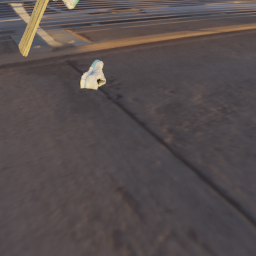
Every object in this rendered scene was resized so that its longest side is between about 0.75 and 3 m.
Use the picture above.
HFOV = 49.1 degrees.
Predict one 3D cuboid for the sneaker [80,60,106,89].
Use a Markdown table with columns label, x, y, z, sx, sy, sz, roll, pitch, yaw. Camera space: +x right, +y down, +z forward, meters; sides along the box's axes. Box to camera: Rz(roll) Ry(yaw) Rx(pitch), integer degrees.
| label | x | y | z | sx | sy | sz | roll | pitch | yaw |
| --- | --- | --- | --- | --- | --- | --- | --- | --- | --- |
| sneaker | -0.737 | -1.242 | 6.754 | 0.489 | 0.423 | 1.130 | 18 | 44 | 3 |

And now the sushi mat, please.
| label | x | y | z | sx | sy | sz | roll | pitch | yaw |
| --- | --- | --- | --- | --- | --- | --- | --- | --- | --- |
| sushi mat | -1.242 | -1.596 | 3.859 | 0.073 | 1.207 | 0.578 | 16 | 23 | -36 |

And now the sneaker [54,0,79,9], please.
| label | x | y | z | sx | sy | sz | roll | pitch | yaw |
| --- | --- | --- | --- | --- | --- | --- | --- | --- | --- |
| sneaker | -2.334 | -4.616 | 8.485 | 1.365 | 1.161 | 2.992 | 23 | 14 | -38 |
